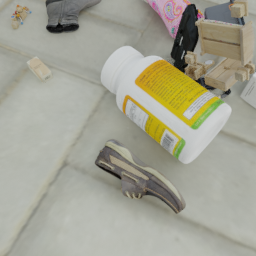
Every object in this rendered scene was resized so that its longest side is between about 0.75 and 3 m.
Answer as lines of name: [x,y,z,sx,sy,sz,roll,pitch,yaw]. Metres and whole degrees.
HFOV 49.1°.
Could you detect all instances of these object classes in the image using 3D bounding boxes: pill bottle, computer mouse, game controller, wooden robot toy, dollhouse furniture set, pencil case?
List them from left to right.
wooden robot toy: [-3.569,-3.752,9.081,0.473,0.487,1.073,16,62,8]
pill bottle: [0.771,-0.678,6.698,2.938,1.631,1.631,41,69,20]
pencil case: [1.276,-3.938,8.869,1.149,1.149,2.628,-23,63,-12]
game controller: [1.496,-2.201,7.322,0.421,2.000,1.043,-10,71,-5]
computer mouse: [2.313,-1.085,7.766,1.043,0.240,0.733,-9,64,-12]
dollhouse furniture set: [1.922,-1.848,5.731,0.926,1.897,1.618,-39,43,-19]

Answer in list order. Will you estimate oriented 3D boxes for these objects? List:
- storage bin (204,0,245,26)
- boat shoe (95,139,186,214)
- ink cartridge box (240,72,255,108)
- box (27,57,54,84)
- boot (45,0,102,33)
storage bin: [2.903,-3.217,8.566,0.955,1.035,1.423,-8,61,7]
boat shoe: [0.200,1.193,6.227,2.313,0.862,0.848,35,76,27]
ink cartridge box: [4.453,-0.829,7.164,1.693,0.986,2.341,-39,68,-19]
box: [-2.516,-1.658,8.022,0.365,0.298,0.768,-40,68,-19]
boot: [-1.678,-3.696,9.031,1.965,0.686,1.293,-15,65,4]
